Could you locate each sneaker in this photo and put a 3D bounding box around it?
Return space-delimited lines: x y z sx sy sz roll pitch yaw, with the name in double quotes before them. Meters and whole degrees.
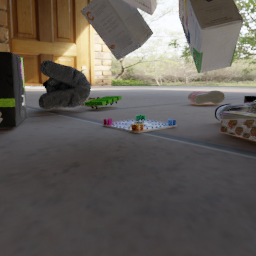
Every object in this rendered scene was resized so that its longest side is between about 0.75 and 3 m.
"sneaker" 3.939 -1.598 14.310 1.891 0.712 0.988 -8 17 -19
"sneaker" 3.388 -0.384 7.797 1.864 0.700 1.071 -3 10 16

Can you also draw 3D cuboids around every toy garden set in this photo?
"toy garden set" -1.402 -1.126 12.746 1.619 0.388 1.943 2 14 24

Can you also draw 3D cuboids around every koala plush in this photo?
"koala plush" -2.852 -1.746 12.159 2.100 2.026 2.285 3 5 -23

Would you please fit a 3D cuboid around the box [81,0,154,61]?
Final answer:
"box" -0.324 -3.306 8.782 1.199 1.927 0.939 -15 31 49

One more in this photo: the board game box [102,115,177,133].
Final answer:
"board game box" 0.317 -0.154 7.821 1.527 0.198 1.527 -9 14 -39

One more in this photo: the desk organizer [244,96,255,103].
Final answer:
"desk organizer" 6.381 -1.378 13.964 1.081 0.416 0.388 1 10 3

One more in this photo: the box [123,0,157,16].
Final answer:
"box" 0.066 -2.295 4.586 0.848 0.214 1.175 30 5 4

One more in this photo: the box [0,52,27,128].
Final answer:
"box" -4.321 -1.044 7.646 2.695 2.002 1.675 -2 10 -10

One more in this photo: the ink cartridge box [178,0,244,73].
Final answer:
"ink cartridge box" 2.372 -3.376 8.600 1.172 2.679 1.946 -11 -27 5

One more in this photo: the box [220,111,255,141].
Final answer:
"box" 3.043 0.054 5.727 0.557 0.520 2.689 -5 11 -24
